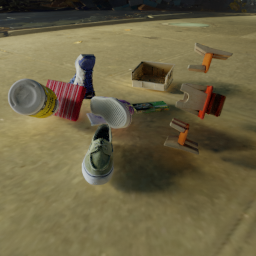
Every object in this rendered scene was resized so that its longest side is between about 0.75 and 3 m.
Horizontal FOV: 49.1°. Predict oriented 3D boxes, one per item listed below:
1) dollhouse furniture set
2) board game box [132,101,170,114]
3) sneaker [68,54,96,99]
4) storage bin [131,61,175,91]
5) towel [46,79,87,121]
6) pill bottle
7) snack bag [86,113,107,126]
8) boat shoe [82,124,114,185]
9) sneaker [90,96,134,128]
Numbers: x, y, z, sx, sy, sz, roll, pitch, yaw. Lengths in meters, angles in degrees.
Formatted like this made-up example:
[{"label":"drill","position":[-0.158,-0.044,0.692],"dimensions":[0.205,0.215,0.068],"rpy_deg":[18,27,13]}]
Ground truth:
[{"label":"dollhouse furniture set","position":[2.084,-0.732,7.668],"dimensions":[1.333,2.587,2.559],"rpy_deg":[18,11,10]},{"label":"board game box","position":[0.816,-0.767,10.214],"dimensions":[1.250,0.147,0.655],"rpy_deg":[-7,26,-13]},{"label":"sneaker","position":[-1.482,-1.652,10.053],"dimensions":[0.766,1.896,1.095],"rpy_deg":[-16,62,-39]},{"label":"storage bin","position":[1.098,-2.271,12.187],"dimensions":[1.549,0.726,1.538],"rpy_deg":[11,34,18]},{"label":"towel","position":[-2.251,-0.972,9.623],"dimensions":[1.681,1.216,0.189],"rpy_deg":[15,0,27]},{"label":"pill bottle","position":[-2.766,-0.832,8.620],"dimensions":[1.039,1.039,1.867],"rpy_deg":[2,-2,4]},{"label":"snack bag","position":[-0.832,-0.391,9.516],"dimensions":[1.074,0.115,1.012],"rpy_deg":[-9,30,-17]},{"label":"boat shoe","position":[-0.723,0.579,6.965],"dimensions":[0.759,0.654,2.108],"rpy_deg":[4,26,-6]},{"label":"sneaker","position":[-0.180,-0.554,8.633],"dimensions":[1.265,0.804,2.219],"rpy_deg":[3,17,-30]}]
